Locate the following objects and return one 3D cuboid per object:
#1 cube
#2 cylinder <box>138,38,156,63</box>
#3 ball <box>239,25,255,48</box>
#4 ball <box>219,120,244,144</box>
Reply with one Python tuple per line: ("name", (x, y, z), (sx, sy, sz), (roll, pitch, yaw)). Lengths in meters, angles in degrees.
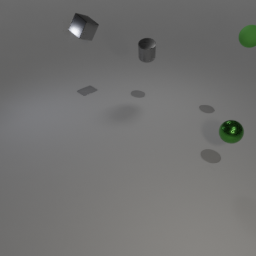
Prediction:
("cube", (-1.683, -3.840, 10.670), (0.700, 0.700, 0.700), (43, 30, 21))
("cylinder", (0.764, -3.118, 11.252), (0.700, 0.700, 0.700), (-2, 55, 2))
("ball", (3.898, -2.920, 8.919), (0.700, 0.700, 0.700), (0, 33, 0))
("ball", (3.029, 0.111, 8.220), (0.700, 0.700, 0.700), (0, 33, 0))
